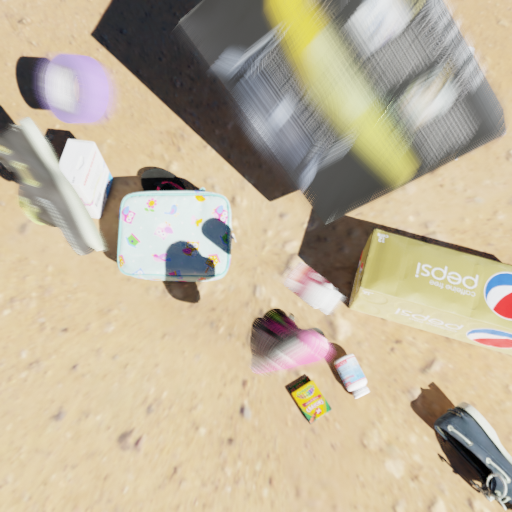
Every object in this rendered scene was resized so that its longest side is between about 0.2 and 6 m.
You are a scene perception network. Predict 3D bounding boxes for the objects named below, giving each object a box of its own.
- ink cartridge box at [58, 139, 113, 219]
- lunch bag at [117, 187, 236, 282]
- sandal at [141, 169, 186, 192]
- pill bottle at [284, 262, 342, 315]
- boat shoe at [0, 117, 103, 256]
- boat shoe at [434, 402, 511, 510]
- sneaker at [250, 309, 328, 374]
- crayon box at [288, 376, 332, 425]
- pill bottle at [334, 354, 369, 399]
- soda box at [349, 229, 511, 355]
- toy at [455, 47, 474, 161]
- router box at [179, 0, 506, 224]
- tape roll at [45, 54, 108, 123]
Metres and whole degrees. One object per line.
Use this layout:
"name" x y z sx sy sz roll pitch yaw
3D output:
"ink cartridge box" -3.381 -1.496 11.026 0.582 1.375 0.994 9 68 4
"lunch bag" -1.480 -0.411 10.678 2.205 0.850 1.769 1 82 -1
"sandal" -1.640 -1.063 11.322 0.769 0.462 2.049 -35 71 -7
"pill bottle" 0.819 0.475 8.051 0.763 0.436 0.436 38 72 7
"boat shoe" -3.313 -0.987 8.777 0.841 0.996 2.793 -31 64 -13
"boat shoe" 3.918 3.572 9.168 0.747 0.904 2.415 -30 69 -13
"sneaker" 0.339 1.111 7.674 0.713 1.933 0.845 -6 77 -20
"crayon box" 0.951 2.555 9.981 0.465 0.186 0.733 -31 70 -12
"pill bottle" 1.726 2.160 10.030 0.397 0.397 0.729 -23 69 -9
"soda box" 3.723 0.761 10.121 3.831 1.297 1.226 15 68 6
"toy" 3.657 -3.391 12.203 1.683 0.690 2.923 14 68 3
"router box" 1.379 -3.013 8.923 4.254 3.345 1.111 52 35 -17
"tape roll" -3.163 -2.926 9.848 1.146 1.146 0.487 45 34 16
